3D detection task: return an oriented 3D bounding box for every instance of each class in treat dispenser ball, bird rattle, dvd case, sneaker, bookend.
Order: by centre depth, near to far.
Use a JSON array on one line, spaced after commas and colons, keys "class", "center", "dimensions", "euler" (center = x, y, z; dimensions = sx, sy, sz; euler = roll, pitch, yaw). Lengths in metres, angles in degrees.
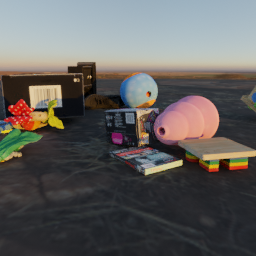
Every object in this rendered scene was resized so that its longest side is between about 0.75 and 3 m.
[{"class": "dvd case", "center": [0.380, 0.707, 6.573], "dimensions": [1.065, 0.161, 1.459], "euler": [-8, 14, -34]}, {"class": "sneaker", "center": [-4.550, -0.072, 9.103], "dimensions": [1.527, 0.599, 0.503], "euler": [-12, 19, -37]}, {"class": "bird rattle", "center": [-3.147, -0.234, 9.210], "dimensions": [1.942, 1.094, 1.583], "euler": [-14, -9, -46]}, {"class": "treat dispenser ball", "center": [0.535, -1.809, 13.932], "dimensions": [1.861, 1.861, 1.861], "euler": [0, 13, 0]}, {"class": "bookend", "center": [-2.633, -2.215, 14.533], "dimensions": [1.110, 2.411, 2.396], "euler": [4, 13, 19]}, {"class": "sneaker", "center": [-0.976, -1.405, 14.625], "dimensions": [1.328, 0.765, 2.546], "euler": [4, 9, 37]}]

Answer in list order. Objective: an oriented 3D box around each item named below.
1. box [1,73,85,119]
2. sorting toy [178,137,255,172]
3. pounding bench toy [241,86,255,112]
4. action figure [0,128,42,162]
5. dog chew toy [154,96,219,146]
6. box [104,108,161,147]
[{"class": "box", "center": [-3.519, -1.269, 11.351], "dimensions": [2.876, 1.717, 2.925], "euler": [-6, 9, -23]}, {"class": "sorting toy", "center": [1.969, 0.596, 6.411], "dimensions": [1.262, 0.439, 1.254], "euler": [-3, 12, -14]}, {"class": "pounding bench toy", "center": [5.512, -1.288, 10.820], "dimensions": [2.618, 2.042, 1.626], "euler": [-9, 48, -34]}, {"class": "action figure", "center": [-2.895, 0.501, 6.852], "dimensions": [0.964, 0.446, 1.632], "euler": [4, 20, 10]}, {"class": "dog chew toy", "center": [1.527, -0.126, 7.605], "dimensions": [1.387, 1.387, 2.228], "euler": [10, 18, 39]}, {"class": "box", "center": [0.108, -0.068, 7.841], "dimensions": [0.842, 0.969, 1.467], "euler": [-9, 8, -39]}]
